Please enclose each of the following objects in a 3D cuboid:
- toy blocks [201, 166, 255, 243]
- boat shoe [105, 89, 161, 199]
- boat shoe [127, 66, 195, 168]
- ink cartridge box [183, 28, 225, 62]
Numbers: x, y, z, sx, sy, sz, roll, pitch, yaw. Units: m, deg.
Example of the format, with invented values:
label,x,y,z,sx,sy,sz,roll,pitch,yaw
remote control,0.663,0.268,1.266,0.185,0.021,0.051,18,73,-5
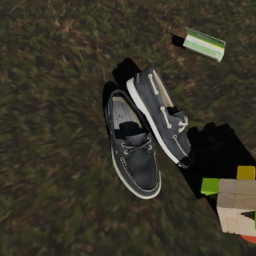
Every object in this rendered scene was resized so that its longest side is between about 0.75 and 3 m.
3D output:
label,x,y,z,sx,sy,sz,roll,pitch,yaw
toy blocks,2.733,1.714,5.188,2.451,1.676,1.225,-2,45,27
boat shoe,0.107,0.254,6.733,1.051,0.932,2.812,-9,63,-11
boat shoe,0.924,-0.227,6.426,0.752,0.942,2.492,-32,99,25
ink cartridge box,2.138,-2.312,7.920,1.138,1.564,0.375,26,104,13
